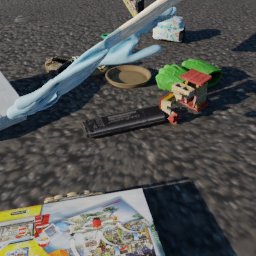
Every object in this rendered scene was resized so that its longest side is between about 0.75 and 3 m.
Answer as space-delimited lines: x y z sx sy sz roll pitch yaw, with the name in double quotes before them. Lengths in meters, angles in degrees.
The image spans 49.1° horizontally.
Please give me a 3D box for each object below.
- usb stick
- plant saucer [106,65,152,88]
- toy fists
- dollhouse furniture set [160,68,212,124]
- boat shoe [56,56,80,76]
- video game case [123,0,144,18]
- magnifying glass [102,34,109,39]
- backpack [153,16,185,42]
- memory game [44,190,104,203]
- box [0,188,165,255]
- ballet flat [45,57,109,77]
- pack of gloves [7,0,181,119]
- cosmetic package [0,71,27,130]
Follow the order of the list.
"usb stick" -0.070 -0.192 8.128 2.480 0.404 0.688 -12 47 -17
"plant saucer" 0.021 -1.957 10.728 1.753 0.258 1.753 0 35 0
"toy fists" 2.145 -1.856 10.108 2.516 0.865 1.282 -21 48 -29
"dollhouse furniture set" 1.643 -0.896 8.608 2.010 1.082 0.818 -33 47 -28
"boat shoe" -1.981 -2.430 10.628 1.647 0.562 0.608 -26 77 -4
"video game case" -0.144 -4.713 9.173 0.295 2.311 2.088 -31 -1 4
"magnifying glass" -0.723 -4.819 14.857 1.425 0.160 0.567 12 37 19
"backpack" 2.078 -5.058 14.351 1.623 1.222 1.441 4 35 15
"memory game" -1.040 1.343 5.477 1.177 1.177 0.075 -7 72 -10
"box" -0.878 2.114 4.764 2.821 0.532 1.927 -7 36 -10
"ballet flat" -2.052 -2.506 11.185 2.588 0.600 0.872 4 37 6
"pack of gloves" -0.245 -0.879 3.955 2.817 0.556 2.366 -34 13 4
"cosmetic package" -4.567 -1.004 8.062 2.075 0.711 2.752 -29 71 -37
